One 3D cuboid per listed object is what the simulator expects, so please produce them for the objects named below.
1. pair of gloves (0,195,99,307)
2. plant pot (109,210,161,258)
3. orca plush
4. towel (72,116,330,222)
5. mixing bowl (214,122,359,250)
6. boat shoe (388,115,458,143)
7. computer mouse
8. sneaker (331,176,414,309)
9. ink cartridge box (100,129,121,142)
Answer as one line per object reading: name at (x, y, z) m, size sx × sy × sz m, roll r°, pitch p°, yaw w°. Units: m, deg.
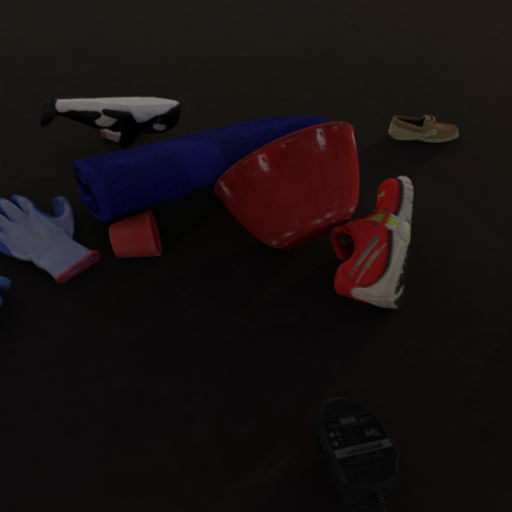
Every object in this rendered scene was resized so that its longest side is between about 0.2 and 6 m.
pair of gloves at (-4.290, -0.015, 8.880) m, size 2.846 × 0.403 × 3.540 m, roll 27°, pitch 46°, yaw 30°
plant pot at (-1.957, -0.306, 9.041) m, size 0.677 × 0.765 × 0.765 m, roll -13°, pitch 39°, yaw -1°
orca plush at (-3.000, -2.711, 11.754) m, size 2.930 × 1.042 × 1.542 m, roll -3°, pitch 26°, yaw -3°
towel at (-0.972, -1.543, 9.815) m, size 4.170 × 1.033 × 3.079 m, roll -17°, pitch 19°, yaw -17°
mixing bowl at (0.686, -0.924, 8.872) m, size 2.420 × 2.420 × 1.311 m, roll -19°, pitch 80°, yaw -23°
boat shoe at (3.743, -2.853, 12.427) m, size 1.545 × 0.513 × 0.572 m, roll 0°, pitch 38°, yaw -1°
computer mouse at (1.238, 2.594, 5.590) m, size 0.786 × 0.456 × 2.681 m, roll -3°, pitch 43°, yaw -18°
sneaker at (1.809, -0.391, 8.792) m, size 1.225 × 1.111 × 2.885 m, roll 7°, pitch 38°, yaw 13°
ink cartridge box at (-2.935, -2.916, 12.759) m, size 0.625 × 0.220 × 1.047 m, roll 23°, pitch 47°, yaw 27°
